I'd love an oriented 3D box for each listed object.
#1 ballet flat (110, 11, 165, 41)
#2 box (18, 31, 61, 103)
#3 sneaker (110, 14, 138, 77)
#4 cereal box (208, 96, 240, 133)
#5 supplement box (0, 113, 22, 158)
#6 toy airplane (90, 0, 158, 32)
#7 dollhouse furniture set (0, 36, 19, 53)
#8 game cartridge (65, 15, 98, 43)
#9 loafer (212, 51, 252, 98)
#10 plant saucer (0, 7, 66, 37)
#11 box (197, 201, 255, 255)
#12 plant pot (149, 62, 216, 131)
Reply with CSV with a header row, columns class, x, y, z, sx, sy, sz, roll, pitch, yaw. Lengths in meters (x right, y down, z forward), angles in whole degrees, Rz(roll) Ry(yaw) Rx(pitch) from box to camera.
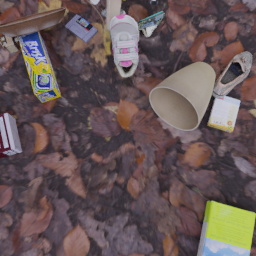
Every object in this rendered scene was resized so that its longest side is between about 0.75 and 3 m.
class,x,y,z,sx,sy,sz,roll,pitch,yaw
ballet flat,0.441,-3.859,11.078,2.343,0.870,0.870,-21,76,-3
box,-3.314,-2.321,10.512,0.813,0.886,2.529,-20,76,-5
sneaker,-0.046,-2.734,9.727,0.992,2.439,1.076,-7,55,6
cereal box,3.552,-0.560,10.368,0.914,0.251,1.270,19,75,5
supplement box,-5.181,0.521,9.808,2.512,0.765,1.367,-16,76,-5
toy airplane,-0.334,-5.003,9.558,2.655,2.644,1.874,-40,42,9
dollhouse furniture set,-4.661,-3.429,11.016,0.707,0.501,0.770,-21,76,-6
game cartridge,-1.878,-4.036,11.344,1.161,0.223,0.753,39,83,10
loafer,3.985,-2.089,10.410,0.860,0.752,2.393,39,71,13
plant saucer,-3.566,-3.913,10.454,2.734,2.734,0.500,-17,119,-5
box,3.116,3.758,9.028,1.498,0.586,2.457,15,75,4
plant pot,2.154,-1.329,9.866,1.970,1.970,2.103,37,66,9
